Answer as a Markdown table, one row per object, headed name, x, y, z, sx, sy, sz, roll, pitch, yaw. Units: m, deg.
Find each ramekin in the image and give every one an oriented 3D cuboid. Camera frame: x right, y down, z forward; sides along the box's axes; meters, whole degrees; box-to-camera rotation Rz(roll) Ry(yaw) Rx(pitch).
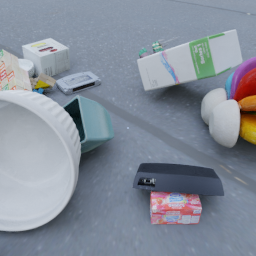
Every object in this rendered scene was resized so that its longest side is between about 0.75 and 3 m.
| name | x | y | z | sx | sy | sz | roll | pitch | yaw |
| --- | --- | --- | --- | --- | --- | --- | --- | --- | --- |
| ramekin | -2.126 | 0.477 | 5.363 | 2.589 | 2.589 | 1.359 | 2 | 19 | 2 |

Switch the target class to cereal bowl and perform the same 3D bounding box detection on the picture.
| name | x | y | z | sx | sy | sz | roll | pitch | yaw |
| --- | --- | --- | --- | --- | --- | --- | --- | --- | --- |
| cereal bowl | -4.192 | -2.004 | 10.381 | 1.474 | 0.614 | 1.474 | 0 | 35 | 0 |

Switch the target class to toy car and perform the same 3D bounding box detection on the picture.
| name | x | y | z | sx | sy | sz | roll | pitch | yaw |
| --- | --- | --- | --- | --- | --- | --- | --- | --- | --- |
| toy car | 3.279 | -0.724 | 7.109 | 2.440 | 2.091 | 2.788 | 2 | 22 | 4 |

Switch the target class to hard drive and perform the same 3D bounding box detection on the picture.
| name | x | y | z | sx | sy | sz | roll | pitch | yaw |
| --- | --- | --- | --- | --- | --- | --- | --- | --- | --- |
| hard drive | 1.036 | 1.050 | 5.949 | 1.782 | 0.377 | 1.202 | 3 | 6 | 8 |

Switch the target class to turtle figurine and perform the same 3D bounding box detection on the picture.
| name | x | y | z | sx | sy | sz | roll | pitch | yaw |
| --- | --- | --- | --- | --- | --- | --- | --- | --- | --- |
| turtle figurine | 1.594 | -2.763 | 10.881 | 1.860 | 1.251 | 2.485 | 5 | 13 | -33 |

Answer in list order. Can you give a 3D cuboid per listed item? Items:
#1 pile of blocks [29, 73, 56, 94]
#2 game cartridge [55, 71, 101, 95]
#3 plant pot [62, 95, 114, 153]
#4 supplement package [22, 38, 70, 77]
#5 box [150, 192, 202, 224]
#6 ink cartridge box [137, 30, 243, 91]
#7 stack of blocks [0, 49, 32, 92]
| name | x | y | z | sx | sy | sz | roll | pitch | yaw |
| --- | --- | --- | --- | --- | --- | --- | --- | --- | --- |
| pile of blocks | -3.629 | -1.172 | 9.308 | 2.471 | 1.014 | 0.768 | -13 | -6 | -32 |
| game cartridge | -1.834 | -1.674 | 10.234 | 1.458 | 0.303 | 0.971 | -23 | 38 | -28 |
| plant pot | -0.993 | 0.000 | 6.913 | 1.147 | 1.123 | 1.126 | 6 | 64 | -46 |
| supplement package | -3.205 | -2.769 | 11.060 | 1.251 | 0.962 | 1.309 | 32 | 46 | 29 |
| box | 0.923 | 1.582 | 5.547 | 0.948 | 0.487 | 0.449 | -1 | 36 | 1 |
| ink cartridge box | 1.887 | -2.087 | 8.805 | 2.616 | 1.098 | 1.894 | -5 | 16 | 45 |
| stack of blocks | -3.297 | -1.281 | 7.730 | 1.045 | 0.531 | 1.814 | -34 | 59 | 20 |
